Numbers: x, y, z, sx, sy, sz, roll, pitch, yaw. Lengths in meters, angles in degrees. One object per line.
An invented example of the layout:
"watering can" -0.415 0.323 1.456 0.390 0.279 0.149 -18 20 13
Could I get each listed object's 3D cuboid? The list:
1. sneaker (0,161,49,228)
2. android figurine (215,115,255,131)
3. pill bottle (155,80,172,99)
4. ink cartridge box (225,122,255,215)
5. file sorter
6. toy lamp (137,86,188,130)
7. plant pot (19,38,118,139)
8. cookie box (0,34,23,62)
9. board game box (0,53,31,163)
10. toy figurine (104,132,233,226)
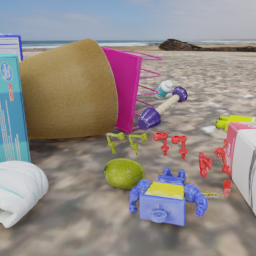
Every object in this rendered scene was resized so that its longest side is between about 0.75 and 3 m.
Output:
"sneaker" -2.519 0.904 4.145 2.443 0.859 0.979 2 22 5
"android figurine" 3.298 -0.081 7.911 1.504 0.309 1.369 8 20 24
"pill bottle" 1.473 -1.581 11.456 0.482 0.482 0.870 -10 -21 -27
"ink cartridge box" 2.748 0.741 4.297 1.798 1.047 2.468 1 17 2
"file sorter" 0.080 -1.157 8.171 1.445 2.079 1.304 26 27 38
"toy lamp" 0.894 -0.500 7.102 0.529 0.529 1.817 15 39 38
"plant pot" -1.997 -0.750 6.816 2.677 2.495 2.495 -15 23 -25
"cookie box" -4.657 -2.175 10.521 0.977 2.601 2.225 -13 22 -34
"board game box" -3.405 -0.133 4.985 2.984 2.253 0.700 -6 20 -19
"toy figurine" 0.404 0.821 4.106 2.142 1.130 1.283 5 24 18
